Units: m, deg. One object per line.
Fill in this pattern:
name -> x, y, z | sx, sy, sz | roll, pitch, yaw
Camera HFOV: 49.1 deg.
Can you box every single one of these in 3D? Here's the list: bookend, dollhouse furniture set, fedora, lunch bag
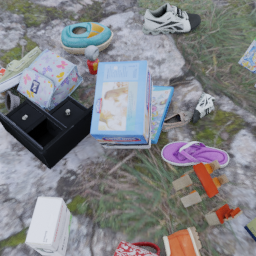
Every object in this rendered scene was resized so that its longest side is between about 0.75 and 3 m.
bookend -> -2.580, -0.310, 9.273 | 2.333, 1.081, 2.348 | 36, 63, 21
dollhouse furniture set -> 2.266, 1.705, 7.581 | 1.643, 0.846, 1.625 | -13, 71, -45
fedora -> -4.115, -0.940, 10.042 | 0.370, 0.725, 0.819 | -3, 30, -39
lunch bag -> -2.871, -1.697, 10.165 | 1.593, 1.194, 1.878 | 33, 75, 21

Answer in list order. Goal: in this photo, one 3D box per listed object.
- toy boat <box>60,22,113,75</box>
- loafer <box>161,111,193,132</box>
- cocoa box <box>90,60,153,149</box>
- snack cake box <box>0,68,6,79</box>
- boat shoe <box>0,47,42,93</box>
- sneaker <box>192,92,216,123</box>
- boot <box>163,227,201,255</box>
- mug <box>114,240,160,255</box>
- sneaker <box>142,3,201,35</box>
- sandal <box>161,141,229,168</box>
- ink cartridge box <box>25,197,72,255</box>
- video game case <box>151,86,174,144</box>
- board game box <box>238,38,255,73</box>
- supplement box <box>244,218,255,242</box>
toy boat -> -1.577, -3.434, 11.288 | 2.218, 1.226, 2.638 | -12, 56, -8
loafer -> 1.710, -0.286, 9.655 | 1.319, 0.415, 0.474 | -25, 60, -16
cocoa box -> -0.105, -0.653, 8.363 | 1.523, 1.498, 2.283 | 1, 72, 12
snack cake box -> -4.872, -1.855, 10.779 | 0.527, 0.308, 0.916 | 19, 58, 14
boat shoe -> -4.129, -2.174, 10.550 | 0.900, 0.775, 2.500 | -8, 32, 49
sneaker -> 2.699, -0.677, 9.855 | 0.622, 0.520, 1.404 | 22, 59, 17
boot -> 1.462, 3.517, 6.994 | 1.006, 0.704, 1.876 | -11, 50, -1
mug -> 0.271, 3.369, 7.143 | 1.135, 1.008, 0.757 | 19, 94, 17
sneaker -> 2.005, -4.858, 12.294 | 2.718, 1.203, 1.007 | -11, 55, -9
sandal -> 2.139, 0.758, 8.884 | 2.131, 0.524, 0.867 | 4, 56, 3
ink cartridge box -> -1.929, 2.526, 7.087 | 0.640, 1.524, 1.108 | 4, 56, 3
video game case -> 0.482, -0.576, 9.727 | 1.710, 0.213, 2.390 | 7, 55, 23
board game box -> 4.011, -2.277, 8.784 | 0.160, 0.928, 0.628 | -11, 48, -47
supplement box -> 4.706, 2.103, 6.742 | 2.558, 2.555, 1.717 | -28, 60, -18
